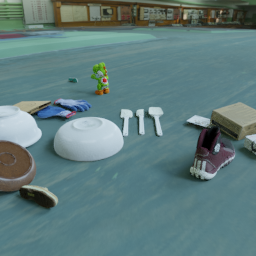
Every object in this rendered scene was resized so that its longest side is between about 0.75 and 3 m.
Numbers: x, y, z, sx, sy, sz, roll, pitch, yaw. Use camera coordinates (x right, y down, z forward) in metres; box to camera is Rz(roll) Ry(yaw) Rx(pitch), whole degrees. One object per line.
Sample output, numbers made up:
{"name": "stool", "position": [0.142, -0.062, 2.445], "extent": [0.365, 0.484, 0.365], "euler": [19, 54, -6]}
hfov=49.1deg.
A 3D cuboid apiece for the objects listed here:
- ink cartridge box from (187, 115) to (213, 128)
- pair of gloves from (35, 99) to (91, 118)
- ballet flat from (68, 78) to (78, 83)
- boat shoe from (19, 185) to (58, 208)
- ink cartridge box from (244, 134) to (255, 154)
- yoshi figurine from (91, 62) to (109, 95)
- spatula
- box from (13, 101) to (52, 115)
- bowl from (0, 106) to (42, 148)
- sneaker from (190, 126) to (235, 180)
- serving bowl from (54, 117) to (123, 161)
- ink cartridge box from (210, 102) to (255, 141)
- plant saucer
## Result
{"name": "ink cartridge box", "position": [2.861, -0.203, 11.032], "extent": [0.893, 0.194, 0.775], "euler": [21, 33, 36]}
{"name": "pair of gloves", "position": [-2.864, -0.847, 12.331], "extent": [1.908, 0.270, 2.374], "euler": [10, 26, 25]}
{"name": "ballet flat", "position": [-3.187, -2.841, 16.587], "extent": [0.766, 0.266, 0.266], "euler": [17, 30, 33]}
{"name": "boat shoe", "position": [-2.143, 1.624, 6.971], "extent": [1.167, 0.418, 0.445], "euler": [14, 17, 27]}
{"name": "ink cartridge box", "position": [4.375, 0.597, 9.085], "extent": [0.700, 0.404, 0.964], "euler": [-8, 27, -17]}
{"name": "yoshi figurine", "position": [-1.432, -2.581, 14.387], "extent": [0.908, 1.621, 0.911], "euler": [1, 26, 4]}
{"name": "spatula", "position": [0.575, -0.314, 11.251], "extent": [1.781, 0.206, 2.561], "euler": [1, 25, 0]}
{"name": "box", "position": [-4.427, -0.866, 12.051], "extent": [1.773, 0.189, 1.449], "euler": [1, 24, 28]}
{"name": "bowl", "position": [-4.280, -0.112, 9.714], "extent": [2.363, 1.062, 2.363], "euler": [0, 22, 0]}
{"name": "sneaker", "position": [2.640, 0.462, 8.258], "extent": [0.885, 1.351, 2.339], "euler": [16, 30, 30]}
{"name": "serving bowl", "position": [-1.342, 0.189, 9.522], "extent": [2.380, 0.783, 2.380], "euler": [0, 25, 0]}
{"name": "ink cartridge box", "position": [4.185, -0.296, 10.549], "extent": [1.673, 0.628, 1.378], "euler": [-16, 36, -30]}
{"name": "plant saucer", "position": [-3.290, 0.904, 7.542], "extent": [1.730, 0.298, 1.730], "euler": [25, 31, -16]}
